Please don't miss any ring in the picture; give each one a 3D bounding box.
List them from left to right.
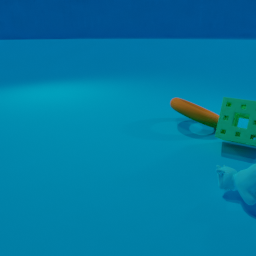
[{"bbox_3d":[2.101,-0.469,8.555,1.736,0.347,1.736,22,13,-5],"label":"ring"}]

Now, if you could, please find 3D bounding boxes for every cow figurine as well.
[{"bbox_3d":[2.005,0.852,4.815,0.517,0.943,0.927,6,43,-35],"label":"cow figurine"}]

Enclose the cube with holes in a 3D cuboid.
[{"bbox_3d":[2.825,-0.125,6.891,0.986,0.986,0.986,12,-1,28],"label":"cube with holes"}]
